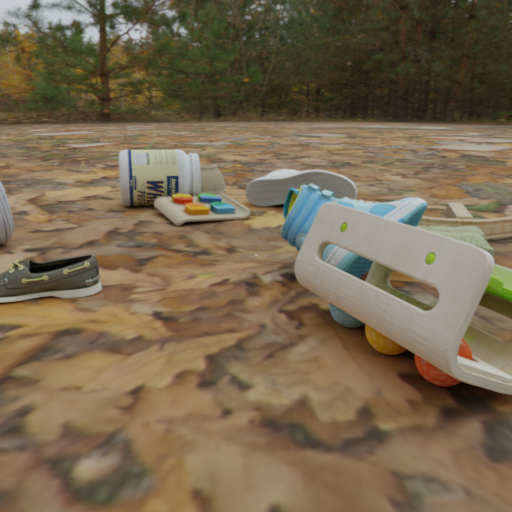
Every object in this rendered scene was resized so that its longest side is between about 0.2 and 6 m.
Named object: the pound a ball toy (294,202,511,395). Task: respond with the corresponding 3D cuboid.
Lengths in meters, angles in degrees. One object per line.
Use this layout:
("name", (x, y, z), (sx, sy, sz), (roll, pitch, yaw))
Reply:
("pound a ball toy", (1.930, 0.574, 5.686), (1.967, 1.281, 3.016), (20, 6, -29))

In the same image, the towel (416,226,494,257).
("towel", (2.954, -0.242, 9.423), (1.831, 0.334, 1.358), (4, 18, 12))

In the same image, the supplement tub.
("supplement tub", (-2.247, -1.814, 13.013), (1.796, 1.302, 1.302), (-3, 17, -12))

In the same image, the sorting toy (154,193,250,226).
("sorting toy", (-1.176, -1.074, 11.992), (1.658, 0.302, 1.535), (-10, 26, -28))

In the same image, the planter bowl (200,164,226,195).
("planter bowl", (-1.346, -2.034, 14.763), (1.088, 0.732, 1.088), (0, 16, 0))

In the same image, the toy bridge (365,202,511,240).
("toy bridge", (3.796, -0.638, 10.486), (3.578, 0.487, 1.203), (3, 18, 9))

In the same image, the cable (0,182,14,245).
("cable", (-4.610, -0.826, 9.622), (0.460, 1.329, 1.328), (-20, 39, -36))

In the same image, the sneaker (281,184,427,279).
("sneaker", (1.388, -0.637, 8.360), (1.641, 1.000, 2.514), (39, 41, 24))

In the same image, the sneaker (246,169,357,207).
("sneaker", (1.189, -1.677, 13.202), (2.552, 0.940, 1.475), (4, 20, 19))

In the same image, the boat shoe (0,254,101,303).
("boat shoe", (-2.930, 0.280, 7.353), (1.708, 0.511, 0.611), (-4, 17, -13))
